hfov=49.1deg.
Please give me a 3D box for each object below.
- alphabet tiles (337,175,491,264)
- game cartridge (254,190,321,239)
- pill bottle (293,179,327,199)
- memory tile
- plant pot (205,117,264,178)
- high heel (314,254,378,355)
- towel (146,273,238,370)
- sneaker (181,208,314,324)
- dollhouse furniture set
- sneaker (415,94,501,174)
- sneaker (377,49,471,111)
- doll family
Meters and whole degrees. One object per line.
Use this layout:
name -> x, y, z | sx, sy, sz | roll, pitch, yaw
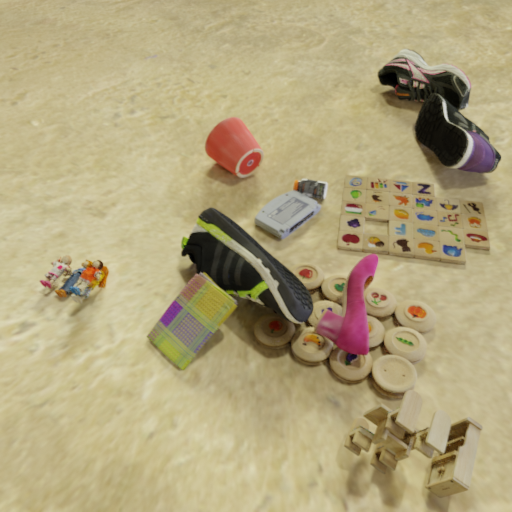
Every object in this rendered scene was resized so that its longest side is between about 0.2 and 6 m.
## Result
alphabet tiles -> 3.419, -0.850, 12.216 | 3.104, 0.117, 2.594 | 7, 43, 7
game cartridge -> 0.646, -0.929, 12.200 | 0.908, 0.279, 1.365 | 35, 53, 26
pill bottle -> 1.222, -1.533, 12.706 | 0.740, 0.393, 0.393 | 11, 44, 11
memory tile -> 1.587, 1.198, 9.945 | 2.898, 0.243, 2.222 | 19, 47, 19
plant pot -> -0.452, -2.499, 13.288 | 1.191, 1.191, 1.054 | -29, 62, -27
high heel -> 1.892, 0.799, 9.682 | 0.979, 0.687, 2.041 | 26, 51, 21
towel -> -1.091, 1.091, 9.657 | 1.087, 0.172, 1.513 | 35, 82, 33
sneaker -> -0.291, 0.421, 10.315 | 1.373, 1.189, 3.316 | -51, 49, 6
dollhouse furniture set -> 2.277, 2.478, 7.871 | 1.502, 1.317, 0.998 | 35, 50, -2
sneaker -> 5.001, -2.942, 13.967 | 1.333, 1.153, 3.044 | 14, 38, -18
sneaker -> 4.626, -4.734, 15.792 | 1.291, 1.201, 2.991 | -33, 44, -13
doll family -> -3.318, 0.428, 10.610 | 1.450, 0.653, 0.900 | 8, 48, 35
